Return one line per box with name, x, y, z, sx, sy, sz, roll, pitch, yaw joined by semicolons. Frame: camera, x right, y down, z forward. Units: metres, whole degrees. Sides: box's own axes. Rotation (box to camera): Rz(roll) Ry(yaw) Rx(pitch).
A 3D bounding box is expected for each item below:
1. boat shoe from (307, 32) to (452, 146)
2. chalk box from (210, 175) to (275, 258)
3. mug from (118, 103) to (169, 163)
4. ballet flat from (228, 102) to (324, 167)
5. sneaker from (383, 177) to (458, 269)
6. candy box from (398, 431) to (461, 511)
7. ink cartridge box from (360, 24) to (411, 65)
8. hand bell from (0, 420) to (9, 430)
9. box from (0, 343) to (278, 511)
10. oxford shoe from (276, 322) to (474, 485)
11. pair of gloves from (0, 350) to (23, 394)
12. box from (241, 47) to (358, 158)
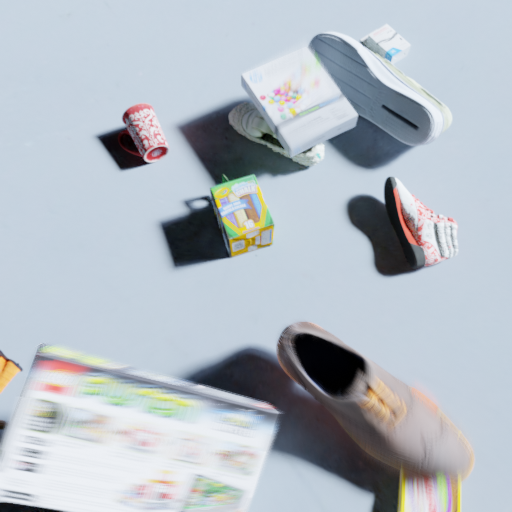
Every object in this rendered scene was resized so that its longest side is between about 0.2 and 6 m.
boat shoe;2.467;-3.418;11.546;3.426;1.233;1.063;46;40;19
chalk box;-0.307;-0.859;10.384;0.884;0.890;1.426;-17;68;-7
mug;-2.246;-2.388;11.316;0.686;0.913;1.028;-10;65;-45
ballet flat;0.380;-2.494;11.125;2.180;0.782;0.782;28;69;11
sneaker;3.100;-0.705;10.476;0.991;0.618;1.850;-13;70;-7
candy box;2.687;3.531;8.663;0.913;0.236;1.786;9;59;6
ink cartridge box;2.857;-4.736;12.439;0.572;0.335;0.987;-35;70;-15
hand bell;-3.814;2.707;8.808;0.982;0.511;0.511;18;65;-13
box;-1.573;2.638;7.809;3.514;0.610;1.934;21;83;-22
oxford shoe;1.725;2.248;8.369;3.482;1.269;1.242;33;83;10
pair of gloves;-5.505;2.239;9.303;2.741;0.339;2.442;31;71;16
box;0.808;-2.990;10.772;1.490;0.393;1.911;-27;69;-11
